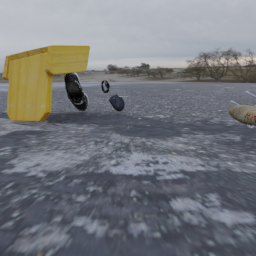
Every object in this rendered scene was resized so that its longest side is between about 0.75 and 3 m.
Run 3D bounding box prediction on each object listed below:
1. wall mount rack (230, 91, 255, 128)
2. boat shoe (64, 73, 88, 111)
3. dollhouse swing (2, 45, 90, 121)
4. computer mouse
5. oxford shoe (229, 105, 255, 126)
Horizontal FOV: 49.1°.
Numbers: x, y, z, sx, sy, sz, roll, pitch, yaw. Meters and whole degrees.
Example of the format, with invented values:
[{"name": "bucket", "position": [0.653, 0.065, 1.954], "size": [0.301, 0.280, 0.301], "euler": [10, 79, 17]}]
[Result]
[{"name": "wall mount rack", "position": [2.808, -0.443, 6.355], "size": [0.339, 0.791, 0.910], "euler": [-26, -9, -25]}, {"name": "boat shoe", "position": [-1.900, -1.217, 10.390], "size": [0.698, 1.889, 0.570], "euler": [-10, 49, -3]}, {"name": "dollhouse swing", "position": [-2.574, -1.430, 9.016], "size": [2.400, 2.110, 2.181], "euler": [1, 13, 36]}, {"name": "computer mouse", "position": [-0.604, -1.225, 10.292], "size": [1.583, 0.464, 0.269], "euler": [55, 5, 29]}, {"name": "oxford shoe", "position": [2.511, -0.241, 5.564], "size": [1.158, 0.408, 0.433], "euler": [24, 7, 42]}]
